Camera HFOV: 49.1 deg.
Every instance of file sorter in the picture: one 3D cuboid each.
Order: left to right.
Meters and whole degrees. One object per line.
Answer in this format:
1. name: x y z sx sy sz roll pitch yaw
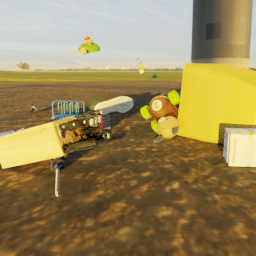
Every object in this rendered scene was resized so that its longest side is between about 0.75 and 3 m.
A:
1. file sorter: -2.891 -0.891 13.632 1.349 0.828 0.936 3 12 16

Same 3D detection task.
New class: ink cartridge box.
1. ink cartridge box: 3.126 0.482 7.229 1.163 0.845 0.841 2 12 8

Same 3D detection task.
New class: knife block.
1. knife block: -1.745 0.259 6.416 2.484 0.795 2.181 -18 6 -20

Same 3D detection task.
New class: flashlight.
1. flashlight: -1.624 -0.193 10.877 1.878 0.638 0.636 -1 12 -9

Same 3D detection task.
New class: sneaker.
1. sneaker: -0.980 -1.316 15.296 2.593 0.917 1.286 -14 23 -35

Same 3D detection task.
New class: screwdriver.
1. screwdriver: -1.526 0.938 5.866 0.403 0.387 2.772 2 6 -9

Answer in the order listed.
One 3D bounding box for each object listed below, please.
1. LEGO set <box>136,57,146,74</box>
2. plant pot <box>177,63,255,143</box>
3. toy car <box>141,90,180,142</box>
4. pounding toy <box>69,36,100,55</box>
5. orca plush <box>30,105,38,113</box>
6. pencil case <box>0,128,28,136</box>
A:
1. LEGO set: 0.719 -3.233 14.330 0.348 0.848 0.323 -21 18 -13
2. plant pot: 3.560 -0.782 9.493 2.537 2.554 2.612 -10 21 -37
3. toy car: 1.283 -0.200 9.715 1.443 1.386 1.756 -28 27 25
4. pounding toy: -2.029 -4.050 13.632 1.110 0.667 1.438 17 34 33
5. orca plush: -5.212 -0.987 15.246 0.343 0.508 0.966 -36 26 -14
6. pencil case: -3.613 0.463 7.392 2.039 0.795 0.885 -5 -8 -17
